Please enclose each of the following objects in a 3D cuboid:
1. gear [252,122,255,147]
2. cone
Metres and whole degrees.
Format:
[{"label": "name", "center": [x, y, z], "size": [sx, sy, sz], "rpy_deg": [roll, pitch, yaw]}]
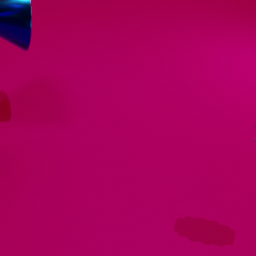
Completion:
[{"label": "gear", "center": [2.696, 0.150, 4.645], "size": [1.161, 1.161, 0.215], "rpy_deg": [5, 11, 4]}, {"label": "cone", "center": [-3.394, -2.795, 6.989], "size": [1.614, 1.608, 1.608], "rpy_deg": [-4, 43, -30]}]
